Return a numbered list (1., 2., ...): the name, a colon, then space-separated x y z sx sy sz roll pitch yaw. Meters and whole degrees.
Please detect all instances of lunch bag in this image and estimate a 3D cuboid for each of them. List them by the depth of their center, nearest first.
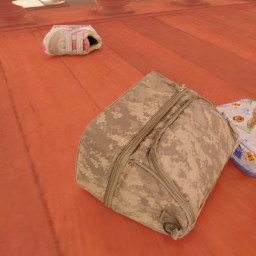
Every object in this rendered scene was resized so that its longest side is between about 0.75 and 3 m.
1. lunch bag: 0.691 0.453 5.444 2.319 1.927 2.765 34 46 14
2. lunch bag: 2.851 0.139 6.712 1.709 0.806 2.132 -17 40 -19

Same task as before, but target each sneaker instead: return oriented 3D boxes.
1. sneaker: -2.211 -3.608 11.659 2.652 1.079 1.170 -25 40 -30

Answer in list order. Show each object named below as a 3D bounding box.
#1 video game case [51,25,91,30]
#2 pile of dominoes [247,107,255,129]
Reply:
1. video game case: -2.885 -4.701 13.904 1.962 0.237 2.153 -1 35 -2
2. pile of dominoes: 2.547 -1.084 4.114 1.737 2.228 0.355 -28 55 -17
